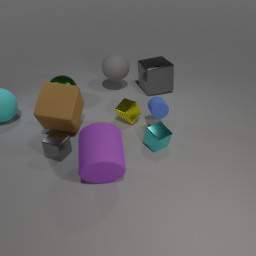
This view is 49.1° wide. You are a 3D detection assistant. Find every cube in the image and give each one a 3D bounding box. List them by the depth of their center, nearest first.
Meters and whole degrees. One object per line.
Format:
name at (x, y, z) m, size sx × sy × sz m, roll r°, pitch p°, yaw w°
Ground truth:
cube at (-2.490, 0.641, 9.854) m, size 0.700 × 0.700 × 0.700 m, roll 14°, pitch 37°, yaw 20°
cube at (1.073, 0.321, 10.197) m, size 0.700 × 0.700 × 0.700 m, roll -23°, pitch 56°, yaw -32°
cube at (-2.589, -0.762, 10.767) m, size 1.400 × 1.400 × 1.400 m, roll 8°, pitch 69°, yaw 3°
cube at (0.008, -0.708, 11.662) m, size 0.700 × 0.700 × 0.700 m, roll 22°, pitch 65°, yaw 40°
cube at (1.389, -2.653, 14.150) m, size 1.400 × 1.400 × 1.400 m, roll -14°, pitch 35°, yaw -12°

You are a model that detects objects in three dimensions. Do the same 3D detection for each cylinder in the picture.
cylinder at (-0.821, 0.784, 8.660) m, size 1.400 × 1.400 × 1.400 m, roll -4°, pitch 53°, yaw -6°
cylinder at (1.186, -0.811, 11.051) m, size 0.700 × 0.700 × 0.700 m, roll -5°, pitch 27°, yaw -7°

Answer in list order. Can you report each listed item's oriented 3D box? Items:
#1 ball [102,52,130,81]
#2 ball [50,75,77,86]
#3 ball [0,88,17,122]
ball at (-0.615, -3.060, 14.016) m, size 1.400 × 1.400 × 1.400 m, roll 0°, pitch 33°, yaw 0°
ball at (-2.992, -1.714, 12.856) m, size 1.400 × 1.400 × 1.400 m, roll 0°, pitch 33°, yaw 0°
ball at (-5.330, -0.937, 11.600) m, size 1.400 × 1.400 × 1.400 m, roll 0°, pitch 33°, yaw 0°
